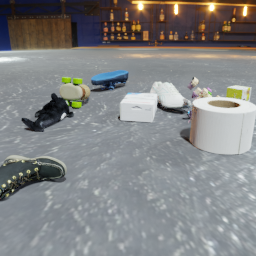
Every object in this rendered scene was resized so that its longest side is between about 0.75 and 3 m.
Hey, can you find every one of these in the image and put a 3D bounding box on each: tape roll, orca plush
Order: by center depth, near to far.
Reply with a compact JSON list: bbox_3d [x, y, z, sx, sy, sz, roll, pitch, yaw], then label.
[{"bbox_3d":[2.712,-0.127,8.122,1.755,1.205,1.755,0,19,0],"label":"tape roll"},{"bbox_3d":[-2.937,-0.797,10.316,1.458,0.985,2.771,7,21,20],"label":"orca plush"}]

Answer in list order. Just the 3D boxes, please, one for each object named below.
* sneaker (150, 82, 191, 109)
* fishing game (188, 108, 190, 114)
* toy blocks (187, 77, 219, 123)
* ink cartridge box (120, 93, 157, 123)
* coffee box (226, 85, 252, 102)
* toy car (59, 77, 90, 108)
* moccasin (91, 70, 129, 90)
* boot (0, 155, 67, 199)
[{"bbox_3d":[1.693,-1.390,11.763,0.856,0.976,2.435,1,16,-36],"label":"sneaker"},{"bbox_3d":[3.195,-0.633,10.787,1.775,0.385,2.479,7,19,19],"label":"fishing game"},{"bbox_3d":[2.546,-0.880,10.235,1.382,1.163,1.291,37,29,-6],"label":"toy blocks"},{"bbox_3d":[0.441,-0.823,10.785,1.228,0.715,1.698,4,20,10],"label":"ink cartridge box"},{"bbox_3d":[4.882,-1.429,12.415,0.756,0.763,0.764,-16,25,-38],"label":"coffee box"},{"bbox_3d":[-2.166,-1.592,12.419,1.171,1.219,1.484,10,12,25],"label":"toy car"},{"bbox_3d":[-0.875,-2.555,15.471,2.620,0.893,1.054,-19,34,-39],"label":"moccasin"},{"bbox_3d":[-2.180,1.065,5.857,1.535,0.554,1.160,4,24,13],"label":"boot"}]
